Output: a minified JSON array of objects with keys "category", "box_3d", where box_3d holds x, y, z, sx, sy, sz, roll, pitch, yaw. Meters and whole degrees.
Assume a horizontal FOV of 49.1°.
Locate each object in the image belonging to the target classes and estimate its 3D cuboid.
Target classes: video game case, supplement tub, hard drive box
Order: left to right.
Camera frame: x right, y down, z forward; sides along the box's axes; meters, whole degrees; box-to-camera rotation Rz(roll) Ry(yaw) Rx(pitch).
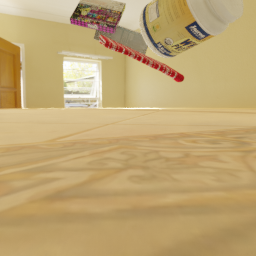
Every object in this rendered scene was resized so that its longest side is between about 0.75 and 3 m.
[{"category":"video game case","box_3d":[-1.055,-4.129,10.074,1.649,1.494,0.295,14,-31,4]},{"category":"hard drive box","box_3d":[-0.195,-3.556,11.120,2.051,0.788,1.598,18,16,-5]},{"category":"supplement tub","box_3d":[1.908,-3.557,8.727,1.967,1.967,2.725,-5,-9,-43]}]

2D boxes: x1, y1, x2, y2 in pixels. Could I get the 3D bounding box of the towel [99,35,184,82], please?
[{"category":"towel","box_3d":[0.259,-1.529,6.169,1.855,0.209,1.342,20,17,-19]}]
